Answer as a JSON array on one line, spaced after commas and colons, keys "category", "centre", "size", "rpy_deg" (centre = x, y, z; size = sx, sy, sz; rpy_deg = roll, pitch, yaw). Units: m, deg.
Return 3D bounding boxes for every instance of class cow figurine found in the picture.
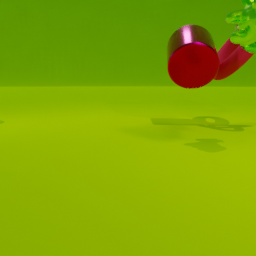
[{"category": "cow figurine", "centre": [2.020, -1.611, 4.300], "size": [1.072, 0.598, 1.090], "rpy_deg": [-13, 0, -25]}]

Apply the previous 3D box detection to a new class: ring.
[{"category": "ring", "centre": [3.069, -2.229, 7.851], "size": [0.420, 2.100, 2.100], "rpy_deg": [37, 7, -6]}]

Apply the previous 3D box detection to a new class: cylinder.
[{"category": "cylinder", "centre": [1.747, -1.969, 7.710], "size": [1.327, 1.327, 1.327], "rpy_deg": [1, 39, 7]}]

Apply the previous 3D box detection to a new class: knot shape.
[{"category": "knot shape", "centre": [3.090, -2.489, 6.331], "size": [1.587, 1.485, 0.733], "rpy_deg": [-34, -10, -13]}]
